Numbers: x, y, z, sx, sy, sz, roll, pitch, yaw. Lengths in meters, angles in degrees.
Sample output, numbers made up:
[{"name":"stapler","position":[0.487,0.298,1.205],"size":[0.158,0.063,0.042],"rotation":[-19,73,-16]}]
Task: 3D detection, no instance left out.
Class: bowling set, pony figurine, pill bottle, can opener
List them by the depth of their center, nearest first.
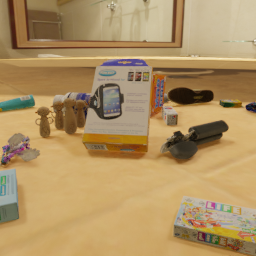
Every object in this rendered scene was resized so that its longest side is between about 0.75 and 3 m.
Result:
[{"name":"pony figurine","position":[-2.815,0.531,7.166],"size":[0.955,0.824,0.990],"rotation":[-32,22,4]},{"name":"can opener","position":[1.949,0.354,7.930],"size":[2.549,0.671,0.847],"rotation":[-15,58,-36]},{"name":"bowling set","position":[-2.035,-0.537,9.490],"size":[2.224,1.194,1.548],"rotation":[-7,19,-21]},{"name":"pill bottle","position":[-1.969,-0.859,10.807],"size":[1.675,1.002,1.002],"rotation":[3,18,11]}]

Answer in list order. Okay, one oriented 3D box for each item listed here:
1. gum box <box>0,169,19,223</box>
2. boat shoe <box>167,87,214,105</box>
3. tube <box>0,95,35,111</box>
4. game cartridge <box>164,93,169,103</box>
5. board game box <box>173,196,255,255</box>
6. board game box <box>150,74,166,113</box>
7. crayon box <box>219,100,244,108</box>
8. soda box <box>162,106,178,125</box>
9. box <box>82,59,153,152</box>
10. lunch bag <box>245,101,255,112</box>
[{"name":"gum box","position":[-2.909,1.303,5.120],"size":[1.663,0.371,1.413],"rotation":[-7,19,-20]},{"name":"boat shoe","position":[2.851,-1.464,13.304],"size":[2.319,0.831,0.883],"rotation":[3,3,-16]},{"name":"tube","position":[-5.162,-1.008,12.197],"size":[2.088,0.526,0.808],"rotation":[-16,16,-28]},{"name":"game cartridge","position":[1.081,-1.635,14.250],"size":[1.415,0.435,2.126],"rotation":[-9,19,-13]},{"name":"board game box","position":[1.491,1.553,4.576],"size":[1.341,0.230,0.902],"rotation":[6,19,19]},{"name":"board game box","position":[0.605,-1.494,11.571],"size":[1.477,1.476,1.476],"rotation":[9,12,23]},{"name":"crayon box","position":[4.778,-1.125,12.851],"size":[0.982,0.253,0.617],"rotation":[0,18,-1]},{"name":"soda box","position":[1.560,-0.478,10.545],"size":[0.406,0.434,1.274],"rotation":[0,17,-1]},{"name":"box","position":[-0.200,-0.764,8.206],"size":[1.763,0.614,2.961],"rotation":[2,60,8]},{"name":"lunch bag","position":[6.068,-0.990,11.629],"size":[1.531,0.956,2.033],"rotation":[-14,13,-30]}]
